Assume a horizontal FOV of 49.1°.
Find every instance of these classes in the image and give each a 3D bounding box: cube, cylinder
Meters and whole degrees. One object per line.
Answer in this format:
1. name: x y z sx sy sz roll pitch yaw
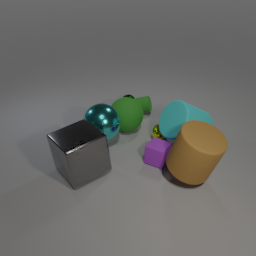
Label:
1. cube: -1.534 0.777 8.922 1.400 1.400 1.400 -26 36 -28
2. cylinder: 0.655 -1.047 12.636 0.700 0.700 0.700 -9 28 18
3. cube: 1.025 0.852 9.628 0.700 0.700 0.700 17 33 25
4. cylinder: 2.073 -0.132 10.065 1.400 1.400 1.400 18 19 -34
5. cylinder: 2.009 0.724 8.336 1.400 1.400 1.400 10 41 -9

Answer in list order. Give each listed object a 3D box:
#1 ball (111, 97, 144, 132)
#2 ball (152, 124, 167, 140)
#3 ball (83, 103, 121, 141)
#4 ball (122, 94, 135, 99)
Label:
1. ball: -0.075 -0.539 11.288 1.400 1.400 1.400 0 31 0
2. ball: 1.273 0.170 10.753 0.700 0.700 0.700 0 31 0
3. ball: -0.955 -0.203 10.238 1.400 1.400 1.400 0 31 0
4. ball: 0.022 -1.227 13.119 0.700 0.700 0.700 0 31 0
